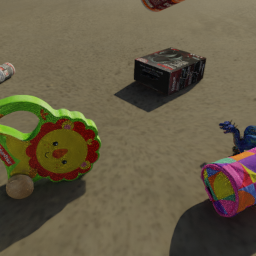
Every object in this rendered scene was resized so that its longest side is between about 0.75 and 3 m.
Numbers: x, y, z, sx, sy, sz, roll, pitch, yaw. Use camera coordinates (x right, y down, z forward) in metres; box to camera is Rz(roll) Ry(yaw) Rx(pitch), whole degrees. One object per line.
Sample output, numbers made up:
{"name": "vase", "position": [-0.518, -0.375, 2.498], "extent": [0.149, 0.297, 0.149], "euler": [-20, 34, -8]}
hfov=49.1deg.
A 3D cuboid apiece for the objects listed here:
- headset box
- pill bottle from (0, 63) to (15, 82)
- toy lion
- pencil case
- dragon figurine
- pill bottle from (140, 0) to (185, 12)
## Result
{"name": "headset box", "position": [1.588, -2.324, 11.221], "extent": [2.528, 0.976, 1.881], "euler": [-26, 42, -35]}
{"name": "pill bottle", "position": [-5.162, -2.246, 11.458], "extent": [0.576, 0.576, 0.995], "euler": [10, 35, 14]}
{"name": "toy lion", "position": [-1.856, 0.313, 6.143], "extent": [2.355, 2.457, 0.843], "euler": [-26, 35, -4]}
{"name": "pencil case", "position": [3.038, 0.946, 6.233], "extent": [2.907, 1.285, 1.285], "euler": [-14, 36, -22]}
{"name": "dragon figurine", "position": [3.303, 0.313, 7.349], "extent": [1.864, 0.927, 0.549], "euler": [9, 36, 13]}
{"name": "pill bottle", "position": [1.409, -4.626, 8.971], "extent": [1.266, 1.266, 2.217], "euler": [-19, 15, -26]}
